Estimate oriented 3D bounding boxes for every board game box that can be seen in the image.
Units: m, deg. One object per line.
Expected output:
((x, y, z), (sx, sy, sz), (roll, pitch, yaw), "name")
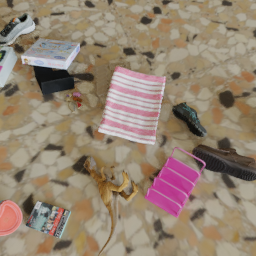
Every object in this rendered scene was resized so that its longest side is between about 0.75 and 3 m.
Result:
((-3.122, -3.096, 11.552), (1.824, 0.375, 1.819), (9, 40, 6), "board game box")
((-5.919, -2.625, 11.416), (2.176, 0.699, 1.605), (8, 59, 5), "board game box")

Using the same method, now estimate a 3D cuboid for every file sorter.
((1.466, 1.616, 8.643), (1.172, 1.058, 1.687), (29, 63, 16), "file sorter")

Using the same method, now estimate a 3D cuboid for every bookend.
((-2.946, -2.027, 11.112), (1.270, 0.589, 1.278), (-17, 49, -22), "bookend")

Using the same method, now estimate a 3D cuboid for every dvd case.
((-2.416, 2.756, 8.505), (1.139, 0.125, 0.831), (15, 60, 8), "dvd case")

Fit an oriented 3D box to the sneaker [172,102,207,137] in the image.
((2.321, -0.360, 10.104), (0.636, 0.605, 1.605), (-32, 64, -20), "sneaker")

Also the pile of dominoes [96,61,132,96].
((-0.539, -1.933, 11.340), (1.491, 0.305, 1.913), (-5, 51, -3), "pile of dominoes")

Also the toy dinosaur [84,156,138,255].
((-0.489, 2.145, 8.631), (1.567, 0.891, 2.950), (-30, 58, 12), "toy dinosaur")

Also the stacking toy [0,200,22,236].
((-4.159, 2.652, 7.695), (0.859, 1.842, 2.034), (11, 52, 44), "stacking toy")

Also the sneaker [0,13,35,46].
((-5.138, -4.380, 12.391), (0.776, 0.832, 2.099), (39, 68, 19), "sneaker")

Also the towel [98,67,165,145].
((0.202, -0.900, 10.272), (2.071, 0.423, 2.830), (12, 66, 1), "towel")

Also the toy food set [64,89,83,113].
((-2.069, -1.099, 10.797), (0.659, 0.163, 1.037), (-25, 62, -14), "toy food set")

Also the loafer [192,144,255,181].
((3.193, 1.042, 9.234), (2.211, 0.807, 0.785), (22, 50, 4), "loafer")
